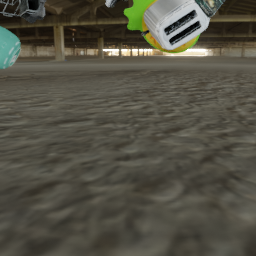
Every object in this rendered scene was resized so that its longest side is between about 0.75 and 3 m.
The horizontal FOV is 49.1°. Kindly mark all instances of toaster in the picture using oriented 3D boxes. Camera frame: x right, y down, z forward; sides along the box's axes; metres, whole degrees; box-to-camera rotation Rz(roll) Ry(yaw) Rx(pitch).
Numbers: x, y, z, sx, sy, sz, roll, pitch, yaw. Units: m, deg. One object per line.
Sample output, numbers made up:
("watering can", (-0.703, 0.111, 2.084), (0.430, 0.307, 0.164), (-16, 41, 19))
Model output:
("toaster", (1.248, -2.904, 7.527), (1.870, 1.063, 1.208), (-29, 40, 10))

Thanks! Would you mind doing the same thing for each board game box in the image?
("board game box", (1.127, -1.999, 3.681), (0.957, 0.647, 0.135), (-52, 17, -20))

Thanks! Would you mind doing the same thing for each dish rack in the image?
("dish rack", (-3.283, -3.484, 6.335), (2.297, 1.762, 0.627), (-7, -7, -42))

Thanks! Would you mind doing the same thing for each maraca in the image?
("maraca", (1.251, -3.867, 10.115), (2.858, 1.960, 1.529), (28, 28, 0))

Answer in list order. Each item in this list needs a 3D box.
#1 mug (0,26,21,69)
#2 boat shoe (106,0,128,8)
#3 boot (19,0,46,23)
("mug", (-3.550, -2.333, 8.031), (0.824, 1.332, 1.095), (31, -27, -15))
("boat shoe", (-0.096, -4.204, 8.587), (1.590, 0.527, 0.556), (-38, 11, 42))
("boot", (-2.523, -3.759, 8.134), (0.608, 1.147, 1.742), (28, 25, -24))
